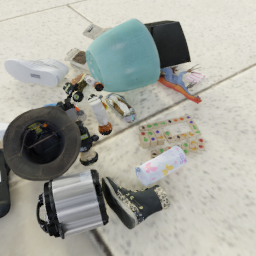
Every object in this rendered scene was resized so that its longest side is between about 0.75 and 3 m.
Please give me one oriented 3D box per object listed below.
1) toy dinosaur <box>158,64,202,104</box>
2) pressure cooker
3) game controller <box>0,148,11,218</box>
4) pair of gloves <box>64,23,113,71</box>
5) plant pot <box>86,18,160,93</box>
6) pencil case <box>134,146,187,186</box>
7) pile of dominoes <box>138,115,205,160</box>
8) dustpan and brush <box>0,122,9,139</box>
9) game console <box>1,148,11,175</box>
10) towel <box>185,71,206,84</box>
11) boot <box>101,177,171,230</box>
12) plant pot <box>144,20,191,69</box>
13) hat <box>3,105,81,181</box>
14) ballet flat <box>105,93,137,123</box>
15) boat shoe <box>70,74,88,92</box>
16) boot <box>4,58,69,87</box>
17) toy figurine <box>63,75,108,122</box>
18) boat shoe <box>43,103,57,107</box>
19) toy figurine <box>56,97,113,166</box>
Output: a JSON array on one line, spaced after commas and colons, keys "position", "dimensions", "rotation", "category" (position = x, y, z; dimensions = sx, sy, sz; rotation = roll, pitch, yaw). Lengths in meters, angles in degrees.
[{"position": [2.072, -1.743, 11.717], "dimensions": [2.505, 1.315, 2.273], "rotation": [-27, 53, 23], "category": "toy dinosaur"}, {"position": [-1.483, 1.956, 7.269], "dimensions": [1.764, 1.551, 1.575], "rotation": [-13, 78, -10], "category": "pressure cooker"}, {"position": [-4.241, 1.556, 8.188], "dimensions": [1.353, 0.546, 2.594], "rotation": [-1, 45, -29], "category": "game controller"}, {"position": [-1.430, -3.675, 13.214], "dimensions": [2.432, 0.501, 2.860], "rotation": [20, 64, 19], "category": "pair of gloves"}, {"position": [-0.367, -2.614, 10.962], "dimensions": [2.144, 2.672, 2.672], "rotation": [-25, 50, -15], "category": "plant pot"}, {"position": [1.016, 1.164, 8.698], "dimensions": [1.645, 0.684, 0.746], "rotation": [-24, 26, -20], "category": "pencil case"}, {"position": [1.548, 0.254, 9.826], "dimensions": [2.282, 0.363, 1.778], "rotation": [-13, 47, -12], "category": "pile of dominoes"}, {"position": [-4.635, 0.246, 9.673], "dimensions": [1.048, 0.430, 1.501], "rotation": [7, 20, 19], "category": "dustpan and brush"}, {"position": [-4.896, 1.570, 8.521], "dimensions": [2.263, 0.397, 2.558], "rotation": [3, 46, 3], "category": "game console"}, {"position": [3.003, -2.269, 12.468], "dimensions": [0.616, 0.126, 0.841], "rotation": [31, 53, 26], "category": "towel"}, {"position": [0.172, 1.927, 8.050], "dimensions": [1.413, 0.675, 1.871], "rotation": [-15, 37, -28], "category": "boot"}, {"position": [1.466, -3.766, 12.406], "dimensions": [1.970, 1.747, 1.965], "rotation": [-14, 27, -14], "category": "plant pot"}, {"position": [-2.294, 0.531, 7.814], "dimensions": [2.272, 0.916, 2.272], "rotation": [-2, 62, 3], "category": "hat"}, {"position": [-0.326, -0.919, 10.720], "dimensions": [0.671, 0.671, 1.866], "rotation": [-27, 52, -24], "category": "ballet flat"}, {"position": [-2.153, -1.777, 11.715], "dimensions": [0.540, 0.575, 1.599], "rotation": [8, 40, 15], "category": "boat shoe"}, {"position": [-3.960, -2.602, 12.371], "dimensions": [2.683, 0.987, 1.282], "rotation": [18, 38, 10], "category": "boot"}, {"position": [-1.540, -1.092, 10.371], "dimensions": [1.461, 1.484, 1.032], "rotation": [-26, 46, -27], "category": "toy figurine"}, {"position": [-3.027, 0.090, 9.524], "dimensions": [1.071, 0.873, 2.544], "rotation": [4, 37, 36], "category": "boat shoe"}, {"position": [-1.662, 0.105, 9.042], "dimensions": [2.145, 1.492, 2.112], "rotation": [-1, 36, 26], "category": "toy figurine"}]
